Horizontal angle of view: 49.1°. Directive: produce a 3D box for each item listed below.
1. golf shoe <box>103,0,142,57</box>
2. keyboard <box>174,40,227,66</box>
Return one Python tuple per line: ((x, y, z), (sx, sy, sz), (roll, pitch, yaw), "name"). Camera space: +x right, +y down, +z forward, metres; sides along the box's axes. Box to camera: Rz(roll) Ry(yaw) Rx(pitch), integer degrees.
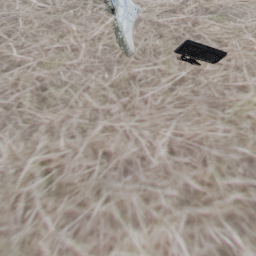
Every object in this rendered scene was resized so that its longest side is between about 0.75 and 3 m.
((-0.001, -2.977, 7.640), (0.961, 1.976, 0.774), (-18, 8, -11), "golf shoe")
((1.979, -1.949, 7.722), (1.503, 0.782, 0.298), (8, 67, -27), "keyboard")
